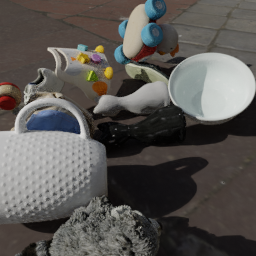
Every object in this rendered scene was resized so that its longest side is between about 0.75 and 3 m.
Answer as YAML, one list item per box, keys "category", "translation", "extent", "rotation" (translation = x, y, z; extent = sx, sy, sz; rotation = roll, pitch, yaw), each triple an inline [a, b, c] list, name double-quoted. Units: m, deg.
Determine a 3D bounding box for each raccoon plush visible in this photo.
- category: "raccoon plush"
  translation: [-0.698, 2.148, 4.360]
  extent: [2.709, 1.815, 1.311]
  rotation: [-35, 92, -17]

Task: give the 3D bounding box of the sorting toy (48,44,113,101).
- category: "sorting toy"
  translation: [-1.647, -2.052, 9.257]
  extent: [1.886, 1.120, 2.096]
  rotation: [0, 57, -40]

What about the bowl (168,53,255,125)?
- category: "bowl"
  translation: [2.584, -1.060, 8.919]
  extent: [2.576, 1.158, 2.576]
  rotation: [-4, 60, 8]

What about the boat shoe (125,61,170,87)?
- category: "boat shoe"
  translation: [0.915, -2.169, 10.956]
  extent: [0.761, 0.858, 2.296]
  rotation: [-39, 41, -23]

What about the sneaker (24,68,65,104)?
- category: "sneaker"
  translation: [-2.832, -0.889, 8.566]
  extent: [0.787, 0.920, 2.112]
  rotation: [25, 87, 37]

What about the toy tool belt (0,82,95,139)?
- category: "toy tool belt"
  translation: [-2.110, -0.052, 7.180]
  extent: [2.671, 1.668, 1.642]
  rotation: [23, 37, -35]

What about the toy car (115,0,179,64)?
- category: "toy car"
  translation: [1.151, -3.436, 11.120]
  extent: [2.495, 2.300, 2.207]
  rotation: [17, 73, -29]

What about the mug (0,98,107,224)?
- category: "mug"
  translation: [-1.587, 0.656, 5.891]
  extent: [2.245, 2.560, 1.890]
  rotation: [-1, 8, -7]

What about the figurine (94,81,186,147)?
- category: "figurine"
  translation: [0.187, -0.434, 8.608]
  extent: [2.496, 1.101, 2.558]
  rotation: [-9, 37, -5]
